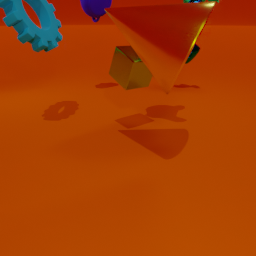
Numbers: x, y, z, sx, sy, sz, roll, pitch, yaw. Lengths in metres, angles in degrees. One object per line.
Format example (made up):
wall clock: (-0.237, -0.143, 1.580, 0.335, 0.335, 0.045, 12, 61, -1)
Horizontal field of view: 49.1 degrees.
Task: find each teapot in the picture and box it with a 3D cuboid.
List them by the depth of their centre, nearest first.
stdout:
teapot: (-1.111, -4.310, 9.198, 1.097, 1.764, 0.864, -26, 52, -24)

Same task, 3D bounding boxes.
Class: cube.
cube: (0.112, -1.433, 6.597, 0.745, 0.745, 0.745, -15, 48, -37)

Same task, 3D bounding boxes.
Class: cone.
cone: (0.329, -1.678, 4.789, 1.663, 1.657, 1.657, 28, 26, 4)

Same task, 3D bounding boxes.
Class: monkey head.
monkey head: (1.133, -2.178, 6.697, 1.398, 1.944, 1.171, 44, 27, 4)

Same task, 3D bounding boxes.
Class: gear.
gear: (-2.234, -2.648, 6.513, 0.323, 1.745, 1.745, -19, 15, 23)

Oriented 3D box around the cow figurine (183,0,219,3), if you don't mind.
cow figurine: (2.367, -4.145, 8.981, 0.953, 0.969, 0.532, 45, 11, 12)
